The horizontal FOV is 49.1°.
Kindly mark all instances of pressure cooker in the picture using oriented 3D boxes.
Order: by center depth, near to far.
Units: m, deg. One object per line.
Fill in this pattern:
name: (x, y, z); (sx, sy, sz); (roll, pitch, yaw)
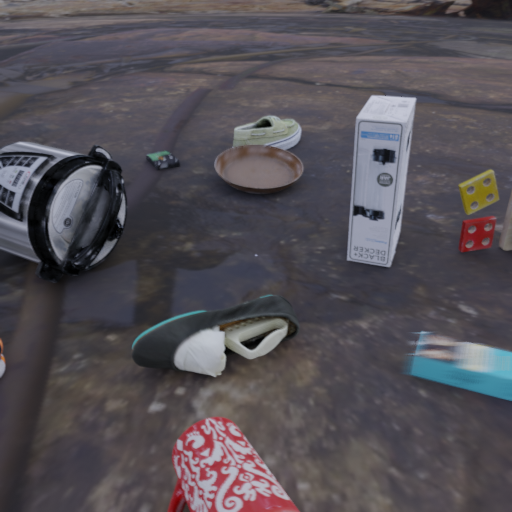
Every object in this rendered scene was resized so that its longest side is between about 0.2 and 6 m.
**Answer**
pressure cooker: (-3.625, -0.902, 10.377); (2.529, 2.225, 2.260); (17, 33, 25)

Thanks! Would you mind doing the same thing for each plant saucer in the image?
plant saucer: (0.063, -2.172, 14.218); (2.234, 0.358, 2.234); (2, 39, -2)

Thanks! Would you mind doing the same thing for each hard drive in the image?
hard drive: (-2.572, -2.630, 15.450); (0.671, 0.182, 0.961); (-15, 34, -25)

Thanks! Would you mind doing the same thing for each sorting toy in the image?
sorting toy: (5.757, -0.933, 10.728); (3.975, 1.916, 0.672); (-6, 30, -10)

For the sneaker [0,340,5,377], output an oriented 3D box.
sneaker: (-4.490, 1.458, 6.966); (1.043, 1.506, 2.688); (14, 33, 23)

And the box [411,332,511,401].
box: (3.035, 1.556, 7.933); (1.527, 0.375, 0.628); (12, 31, 20)

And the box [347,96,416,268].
box: (2.371, -1.415, 10.649); (0.856, 2.848, 1.661); (9, 33, 18)

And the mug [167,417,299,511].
mug: (-0.395, 2.494, 5.710); (1.363, 1.025, 1.536); (-11, 28, -22)

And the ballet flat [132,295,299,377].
ballet flat: (-0.464, 1.184, 8.131); (2.586, 0.879, 0.884); (-17, 39, -26)

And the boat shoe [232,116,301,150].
boat shoe: (0.403, -3.568, 16.308); (1.093, 0.942, 3.036); (17, 34, 28)
